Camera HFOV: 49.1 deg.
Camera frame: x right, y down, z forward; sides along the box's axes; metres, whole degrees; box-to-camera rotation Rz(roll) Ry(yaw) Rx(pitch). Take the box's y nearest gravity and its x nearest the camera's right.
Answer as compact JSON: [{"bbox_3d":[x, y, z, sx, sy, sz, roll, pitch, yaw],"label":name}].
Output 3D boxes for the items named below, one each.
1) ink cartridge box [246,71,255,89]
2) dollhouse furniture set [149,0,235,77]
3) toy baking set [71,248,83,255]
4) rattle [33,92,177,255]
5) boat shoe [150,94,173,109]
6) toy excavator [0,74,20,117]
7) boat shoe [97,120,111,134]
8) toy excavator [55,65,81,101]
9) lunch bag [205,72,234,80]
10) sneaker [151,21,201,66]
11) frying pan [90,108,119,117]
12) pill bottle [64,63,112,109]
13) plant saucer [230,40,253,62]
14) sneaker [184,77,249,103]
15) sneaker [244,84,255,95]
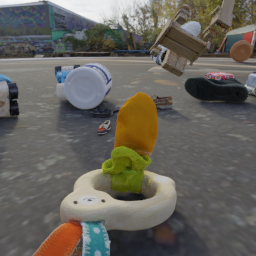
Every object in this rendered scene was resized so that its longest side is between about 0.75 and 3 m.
[{"bbox_3d":[7.231,-2.038,13.275,2.780,0.609,2.807,21,24,22],"label":"ink cartridge box"},{"bbox_3d":[1.715,-2.782,8.035,1.343,1.147,2.591,25,-24,-11],"label":"dollhouse furniture set"},{"bbox_3d":[-0.648,1.660,3.118,1.116,0.130,0.857,-2,20,-5],"label":"toy baking set"},{"bbox_3d":[-0.188,0.596,3.772,1.636,1.796,2.514,30,21,27],"label":"rattle"},{"bbox_3d":[1.046,-1.080,11.136,1.506,0.541,0.570,3,18,9],"label":"boat shoe"},{"bbox_3d":[-4.817,-1.202,10.146,1.173,2.284,2.349,-11,49,-30],"label":"toy excavator"},{"bbox_3d":[-0.707,-0.018,8.259,0.271,0.238,0.762,8,20,18],"label":"boat shoe"},{"bbox_3d":[-2.678,-1.835,12.598,1.201,2.405,2.339,-5,-27,-3],"label":"toy excavator"},{"bbox_3d":[5.751,-3.082,17.338,1.608,0.659,1.417,-9,19,-26],"label":"lunch bag"},{"bbox_3d":[1.909,-3.127,10.568,2.185,0.835,0.880,-40,27,8],"label":"sneaker"},{"bbox_3d":[-0.731,-0.592,10.158,1.287,0.209,0.778,-6,19,-24],"label":"frying pan"},{"bbox_3d":[-1.551,-1.892,11.906,1.633,1.633,2.940,1,17,4],"label":"pill bottle"},{"bbox_3d":[13.815,-9.266,33.998,2.639,2.639,0.426,1,34,4],"label":"plant saucer"},{"bbox_3d":[3.970,-1.776,12.646,2.713,1.037,1.554,9,18,19],"label":"sneaker"},{"bbox_3d":[6.117,-1.870,13.912,0.530,0.502,1.311,-18,16,12],"label":"sneaker"}]
